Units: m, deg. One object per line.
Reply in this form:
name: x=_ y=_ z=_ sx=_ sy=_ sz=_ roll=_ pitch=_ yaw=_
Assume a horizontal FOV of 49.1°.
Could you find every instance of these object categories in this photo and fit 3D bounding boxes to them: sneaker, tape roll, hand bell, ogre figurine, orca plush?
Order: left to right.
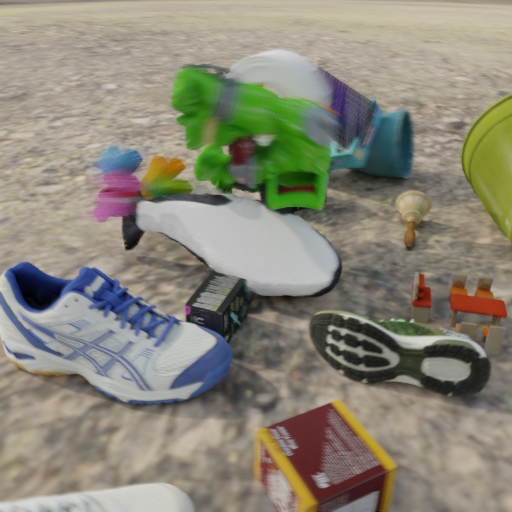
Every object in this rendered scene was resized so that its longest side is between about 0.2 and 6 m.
sneaker: x=-1.965 y=2.515 z=4.611 sx=3.020 sy=1.224 sz=1.135 roll=-11 pitch=31 yaw=-20
sneaker: x=-1.893 y=0.900 z=7.119 sx=3.215 sy=1.417 sz=1.210 roll=7 pitch=30 yaw=9
orca plush: x=-0.393 y=-0.066 z=9.435 sx=3.897 sy=1.385 sz=2.050 roll=2 pitch=75 yaw=18
ogre figurine: x=0.096 y=-1.592 z=8.519 sx=2.139 sy=3.568 sz=1.751 roll=11 pitch=58 yaw=7
tape roll: x=0.287 y=-2.581 z=9.723 sx=1.849 sy=1.849 sz=0.647 roll=16 pitch=31 yaw=24
sneaker: x=1.847 y=1.169 z=7.435 sx=2.306 sy=0.887 sz=1.022 roll=14 pitch=19 yaw=13
hand bell: x=2.938 y=-0.579 z=10.583 sx=0.686 sy=0.686 sz=1.317 roll=8 pitch=43 yaw=12

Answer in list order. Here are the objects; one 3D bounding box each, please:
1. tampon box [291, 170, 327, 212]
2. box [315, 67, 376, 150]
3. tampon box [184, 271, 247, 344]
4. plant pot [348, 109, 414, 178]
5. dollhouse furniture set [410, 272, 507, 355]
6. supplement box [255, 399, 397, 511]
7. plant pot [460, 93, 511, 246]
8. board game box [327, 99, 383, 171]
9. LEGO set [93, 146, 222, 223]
tampon box: x=0.799 y=-1.479 z=11.627 sx=1.139 sy=0.854 sz=0.719 roll=-17 pitch=35 yaw=-24
box: x=1.406 y=-2.660 z=10.161 sx=1.270 sy=0.897 sz=0.501 roll=35 pitch=12 yaw=7
tampon box: x=-0.562 y=0.777 z=8.011 sx=0.580 sy=0.689 sz=0.919 roll=12 pitch=33 yaw=18
plant pot: x=2.760 y=-2.551 z=12.943 sx=1.440 sy=1.533 sz=1.533 roll=3 pitch=29 yaw=28
dollhouse furniture set: x=2.946 y=0.689 z=8.169 sx=1.315 sy=0.685 sz=1.329 roll=7 pitch=31 yaw=11
supplement box: x=0.663 y=2.174 z=5.677 sx=1.024 sy=0.680 sz=1.010 roll=-14 pitch=34 yaw=-23
plant pot: x=5.179 y=-1.231 z=9.947 sx=2.652 sy=2.652 sz=2.554 roll=4 pitch=43 yaw=7
board game box: x=1.656 y=-2.647 z=12.621 sx=2.035 sy=0.478 sz=1.536 roll=1 pitch=59 yaw=45
LEGO set: x=-2.030 y=-1.144 z=10.255 sx=2.897 sy=1.189 sz=1.105 roll=0 pitch=48 yaw=-55
